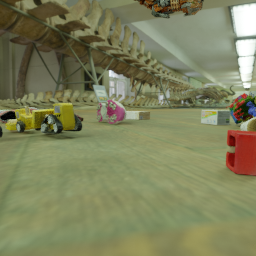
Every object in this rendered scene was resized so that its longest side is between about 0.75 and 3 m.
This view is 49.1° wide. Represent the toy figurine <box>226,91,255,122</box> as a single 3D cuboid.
[{"bbox_3d":[4.023,-0.253,8.839,0.915,1.039,1.735,-39,-47,23],"label":"toy figurine"}]

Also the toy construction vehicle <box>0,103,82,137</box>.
[{"bbox_3d":[-2.651,-0.302,6.540,2.236,0.905,2.569,-7,5,-39],"label":"toy construction vehicle"}]

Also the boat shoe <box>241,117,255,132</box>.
[{"bbox_3d":[3.427,-0.099,6.263,1.800,0.637,0.624,-2,5,-4],"label":"boat shoe"}]

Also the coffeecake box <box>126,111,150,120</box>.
[{"bbox_3d":[0.426,-0.639,14.104,0.847,0.403,1.103,-5,7,-44],"label":"coffeecake box"}]

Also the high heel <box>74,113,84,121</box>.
[{"bbox_3d":[-2.419,-0.463,12.071,0.555,0.389,1.155,12,-6,20],"label":"high heel"}]

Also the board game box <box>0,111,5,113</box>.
[{"bbox_3d":[-5.439,-0.649,14.179,2.353,0.406,1.593,-1,5,-9],"label":"board game box"}]

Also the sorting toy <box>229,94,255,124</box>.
[{"bbox_3d":[4.077,-0.722,9.765,1.080,0.738,1.797,-34,-41,23],"label":"sorting toy"}]

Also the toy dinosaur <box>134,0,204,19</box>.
[{"bbox_3d":[0.574,-2.315,4.656,1.528,1.037,0.781,28,-8,10],"label":"toy dinosaur"}]

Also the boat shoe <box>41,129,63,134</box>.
[{"bbox_3d":[-1.821,-0.003,7.315,0.317,0.368,1.022,19,20,21],"label":"boat shoe"}]

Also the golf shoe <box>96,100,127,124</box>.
[{"bbox_3d":[-0.458,-0.646,11.307,1.161,0.955,2.536,1,5,-23],"label":"golf shoe"}]

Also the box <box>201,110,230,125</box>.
[{"bbox_3d":[3.289,-0.411,10.586,0.587,0.529,1.044,0,5,-17],"label":"box"}]

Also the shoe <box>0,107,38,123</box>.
[{"bbox_3d":[-4.472,-0.499,11.616,1.688,0.603,0.768,-8,9,-23],"label":"shoe"}]

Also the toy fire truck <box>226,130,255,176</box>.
[{"bbox_3d":[1.920,0.215,3.634,1.281,0.443,1.817,1,5,16],"label":"toy fire truck"}]
